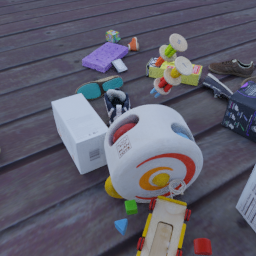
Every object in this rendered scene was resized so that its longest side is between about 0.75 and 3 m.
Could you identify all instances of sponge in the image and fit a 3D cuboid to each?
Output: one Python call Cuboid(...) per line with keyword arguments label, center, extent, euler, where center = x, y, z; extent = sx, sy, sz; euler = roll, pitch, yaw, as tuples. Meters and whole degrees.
Cuboid(label="sponge", center=(-1.161, -3.807, 14.848), extent=(1.385, 0.370, 2.483), euler=(21, 45, 21))

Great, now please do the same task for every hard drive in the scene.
Cuboid(label="hard drive", center=(-0.435, -3.103, 14.036), extent=(0.538, 0.146, 0.771), euler=(-24, 69, -24))

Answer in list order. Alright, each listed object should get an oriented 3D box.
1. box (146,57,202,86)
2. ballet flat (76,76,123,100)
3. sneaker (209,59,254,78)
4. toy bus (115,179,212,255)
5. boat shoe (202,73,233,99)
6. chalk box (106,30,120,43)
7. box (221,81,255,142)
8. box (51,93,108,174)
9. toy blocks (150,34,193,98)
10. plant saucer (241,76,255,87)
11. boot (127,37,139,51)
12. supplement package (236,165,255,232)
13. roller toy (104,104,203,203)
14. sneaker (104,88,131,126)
Cuboid(label="box", center=(2.198, -2.723, 13.434), extent=(2.513, 0.630, 0.946), euler=(15, 44, 16))
Cuboid(label="ballet flat", center=(-1.303, -1.779, 12.467), extent=(2.263, 0.798, 0.739), euler=(-17, 19, -22))
Cuboid(label="sneaker", center=(5.059, -3.066, 13.703), extent=(2.090, 0.789, 0.736), euler=(11, 43, 12))
Cuboid(label="toy bus", center=(0.911, 2.678, 7.091), extent=(2.128, 1.099, 2.008), euler=(-21, 51, -15))
Cuboid(label="boat shoe", center=(4.068, -1.596, 12.378), extent=(0.647, 0.749, 2.062), euler=(-46, 52, 14))
Cuboid(label="chalk box", center=(-0.828, -5.341, 16.434), extent=(0.840, 0.520, 0.523), euler=(26, 48, 26))
Cuboid(label="box", center=(5.095, -0.382, 10.255), extent=(2.634, 1.397, 1.610), euler=(34, 52, 32))
Cuboid(label="box", center=(-1.606, 0.129, 9.628), extent=(1.165, 1.487, 2.391), euler=(-21, 46, -21))
Cuboid(label="toy blocks", center=(1.505, -2.339, 11.157), extent=(0.798, 2.197, 1.831), euler=(3, 67, -27))
Cuboid(label="plant saucer", center=(6.151, -1.567, 12.385), extent=(2.277, 0.335, 2.277), euler=(1, 42, 0))
Cuboid(label="boot", center=(0.251, -4.778, 15.897), extent=(0.641, 0.448, 1.195), euler=(-7, 43, 0))
Cuboid(label="supplement package", center=(4.723, 2.150, 6.814), extent=(2.253, 2.236, 2.969), euler=(-16, 44, -17))
Cuboid(label="roller toy", center=(0.664, 0.831, 8.024), extent=(2.822, 2.574, 1.972), euler=(-8, 43, -9))
Cuboid(label="sneaker", center=(-0.385, -1.101, 10.912), extent=(0.982, 1.602, 2.461), euler=(2, 42, 2))
